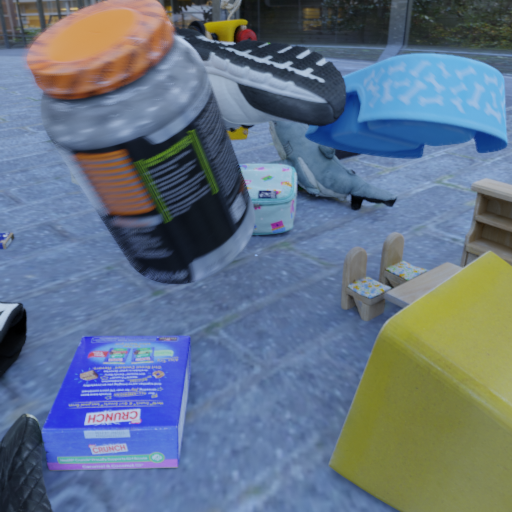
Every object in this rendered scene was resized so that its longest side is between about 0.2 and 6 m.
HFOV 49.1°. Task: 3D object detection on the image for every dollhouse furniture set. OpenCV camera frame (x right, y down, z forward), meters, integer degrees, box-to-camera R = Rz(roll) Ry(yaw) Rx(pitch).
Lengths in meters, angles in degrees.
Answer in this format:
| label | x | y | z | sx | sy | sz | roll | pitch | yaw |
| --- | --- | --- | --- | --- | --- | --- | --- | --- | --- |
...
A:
| label | x | y | z | sx | sy | sz | roll | pitch | yaw |
| --- | --- | --- | --- | --- | --- | --- | --- | --- | --- |
| dollhouse furniture set | 3.127 | 0.096 | 8.394 | 2.746 | 1.787 | 2.522 | -20 | 32 | -35 |

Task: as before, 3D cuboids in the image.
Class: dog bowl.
| label | x | y | z | sx | sy | sz | roll | pitch | yaw |
| --- | --- | --- | --- | --- | --- | --- | --- | --- | --- |
| dog bowl | 1.865 | -1.866 | 7.328 | 1.776 | 0.790 | 3.186 | 8 | 3 | -19 |

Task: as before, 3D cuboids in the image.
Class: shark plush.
| label | x | y | z | sx | sy | sz | roll | pitch | yaw |
| --- | --- | --- | --- | --- | --- | --- | --- | --- | --- |
| shark plush | 1.497 | -2.101 | 12.899 | 1.673 | 1.534 | 3.683 | -18 | 49 | -30 |

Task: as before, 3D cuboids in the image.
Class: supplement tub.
| label | x | y | z | sx | sy | sz | roll | pitch | yaw |
| --- | --- | --- | --- | --- | --- | --- | --- | --- | --- |
| supplement tub | -1.199 | -1.206 | 6.455 | 1.819 | 2.968 | 1.819 | -9 | 47 | 10 |

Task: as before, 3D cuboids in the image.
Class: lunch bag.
| label | x | y | z | sx | sy | sz | roll | pitch | yaw |
| --- | --- | --- | --- | --- | --- | --- | --- | --- | --- |
| lunch bag | -0.102 | -1.286 | 12.156 | 1.956 | 0.940 | 2.439 | 3 | 26 | 5 |

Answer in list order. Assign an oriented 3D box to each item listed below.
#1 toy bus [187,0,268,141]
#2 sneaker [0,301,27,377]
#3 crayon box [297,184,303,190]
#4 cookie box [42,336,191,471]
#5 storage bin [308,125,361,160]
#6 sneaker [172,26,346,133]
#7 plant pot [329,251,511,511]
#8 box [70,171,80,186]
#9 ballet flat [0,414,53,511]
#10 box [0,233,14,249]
| label | x | y | z | sx | sy | sz | roll | pitch | yaw |
| --- | --- | --- | --- | --- | --- | --- | --- | --- | --- |
| toy bus | -0.998 | -3.669 | 11.282 | 1.491 | 2.722 | 2.885 | -14 | 67 | -41 |
| sneaker | -4.304 | 0.870 | 7.810 | 1.960 | 1.285 | 3.406 | -4 | 33 | -29 |
| crayon box | 0.859 | -2.019 | 14.298 | 0.984 | 0.333 | 1.141 | -14 | 31 | -25 |
| cookie box | -1.527 | 1.649 | 6.548 | 1.424 | 0.626 | 1.665 | 0 | 26 | -1 |
| storage bin | 2.255 | -3.510 | 16.288 | 1.876 | 1.268 | 0.879 | -20 | 32 | -34 |
| sneaker | -0.417 | -2.185 | 7.619 | 3.562 | 1.425 | 1.313 | 21 | 36 | 29 |
| plant pot | 2.260 | 1.531 | 5.449 | 2.091 | 2.091 | 1.844 | -24 | 48 | -40 |
| box | -4.331 | -2.121 | 14.438 | 0.485 | 0.413 | 0.759 | 21 | 34 | 37 |
| ballet flat | -2.275 | 2.311 | 5.516 | 0.560 | 0.655 | 1.972 | 34 | 9 | -33 |
| box | -5.305 | -0.280 | 11.027 | 0.892 | 0.144 | 0.540 | -4 | 26 | -4 |
